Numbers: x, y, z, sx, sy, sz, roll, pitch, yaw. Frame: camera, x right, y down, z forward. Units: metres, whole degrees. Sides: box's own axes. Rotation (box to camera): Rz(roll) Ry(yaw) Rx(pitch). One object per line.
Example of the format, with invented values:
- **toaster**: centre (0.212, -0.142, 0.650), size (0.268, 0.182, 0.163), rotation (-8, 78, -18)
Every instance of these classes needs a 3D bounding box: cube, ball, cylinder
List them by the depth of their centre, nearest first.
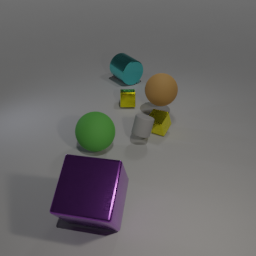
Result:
- **cube**: centre (-0.843, 1.599, 6.817), size (1.400, 1.400, 1.400), rotation (6, 63, 10)
- **ball**: centre (-1.141, 0.123, 9.798), size (1.400, 1.400, 1.400), rotation (0, 30, 0)
- **cylinder**: centre (0.540, -0.085, 10.199), size (0.700, 0.700, 0.700), rotation (13, 16, -4)
- **cube**: centre (1.204, -0.222, 11.001), size (0.700, 0.700, 0.700), rotation (16, 57, 31)
- **ball**: centre (1.419, -1.630, 11.957), size (1.400, 1.400, 1.400), rotation (0, 30, 0)
- **cube**: centre (-0.013, -1.412, 13.211), size (0.700, 0.700, 0.700), rotation (-1, 21, -1)
- **cylinder**: centre (-0.096, -3.323, 15.721), size (1.400, 1.400, 1.400), rotation (-19, 41, -29)
